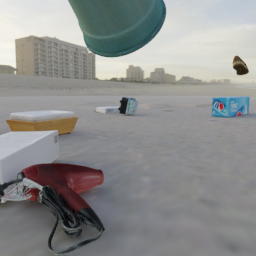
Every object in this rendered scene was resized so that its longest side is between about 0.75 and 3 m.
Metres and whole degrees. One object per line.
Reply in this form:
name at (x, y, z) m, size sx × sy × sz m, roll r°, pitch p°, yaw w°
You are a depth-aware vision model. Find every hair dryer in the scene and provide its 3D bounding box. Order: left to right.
hair dryer at (-0.671, 0.737, 2.882) m, size 1.177 × 0.420 × 1.545 m, roll 20°, pitch 17°, yaw 12°

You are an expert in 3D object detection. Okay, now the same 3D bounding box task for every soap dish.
soap dish at (-2.306, -0.127, 7.639) m, size 1.193 × 0.616 × 1.516 m, roll 5°, pitch 10°, yaw 34°

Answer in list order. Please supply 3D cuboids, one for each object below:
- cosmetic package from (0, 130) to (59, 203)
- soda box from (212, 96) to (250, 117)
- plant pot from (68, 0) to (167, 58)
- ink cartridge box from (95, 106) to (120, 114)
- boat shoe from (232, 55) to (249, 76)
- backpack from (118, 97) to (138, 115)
cosmetic package at (-1.671, 0.435, 3.933) m, size 0.856 × 0.525 × 2.074 m, roll 0°, pitch 8°, yaw 3°
soda box at (4.868, -1.030, 13.153) m, size 0.811 × 0.858 × 2.529 m, roll 7°, pitch 11°, yaw 42°
plant pot at (-0.418, -2.806, 5.519) m, size 2.003 × 2.003 × 1.962 m, roll 3°, pitch -23°, yaw 22°
ink cartridge box at (-0.922, -0.997, 15.002) m, size 1.414 × 0.288 × 1.417 m, roll -5°, pitch 9°, yaw -32°
boat shoe at (3.568, -1.965, 8.861) m, size 0.391 × 0.367 × 1.087 m, roll -11°, pitch -16°, yaw 32°
backpack at (0.057, -1.053, 13.298) m, size 0.741 × 0.874 × 0.985 m, roll 14°, pitch 12°, yaw 16°
